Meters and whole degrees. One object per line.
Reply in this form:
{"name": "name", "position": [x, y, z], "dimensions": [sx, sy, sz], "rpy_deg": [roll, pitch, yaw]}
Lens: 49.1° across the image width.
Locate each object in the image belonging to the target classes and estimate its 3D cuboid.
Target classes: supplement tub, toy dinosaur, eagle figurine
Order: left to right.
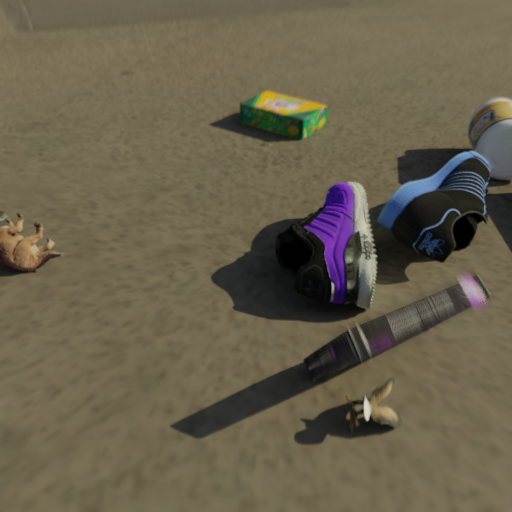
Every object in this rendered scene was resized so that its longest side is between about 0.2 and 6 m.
{"name": "toy dinosaur", "position": [-3.611, -0.069, 8.277], "dimensions": [1.434, 0.616, 0.972], "rpy_deg": [27, 63, -2]}
{"name": "eagle figurine", "position": [1.277, 1.579, 5.955], "dimensions": [0.629, 0.477, 0.474], "rpy_deg": [-6, 39, -9]}
{"name": "supplement tub", "position": [4.880, -2.355, 11.093], "dimensions": [1.208, 1.208, 1.670], "rpy_deg": [6, 34, 8]}

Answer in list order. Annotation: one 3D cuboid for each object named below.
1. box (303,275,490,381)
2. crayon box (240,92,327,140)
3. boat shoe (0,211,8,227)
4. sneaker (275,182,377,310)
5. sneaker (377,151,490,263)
{"name": "box", "position": [1.557, 0.840, 6.369], "dimensions": [1.829, 1.308, 0.330], "rpy_deg": [-19, 73, -25]}
{"name": "crayon box", "position": [0.632, -3.300, 13.097], "dimensions": [1.786, 0.520, 1.061], "rpy_deg": [23, 40, 30]}
{"name": "boat shoe", "position": [-4.728, -0.398, 8.848], "dimensions": [0.589, 0.498, 1.653], "rpy_deg": [29, 44, 36]}
{"name": "sneaker", "position": [0.958, -0.314, 8.323], "dimensions": [1.356, 0.948, 2.727], "rpy_deg": [1, 34, 2]}
{"name": "sneaker", "position": [3.222, -0.776, 9.077], "dimensions": [1.217, 1.095, 3.123], "rpy_deg": [44, 46, 21]}
